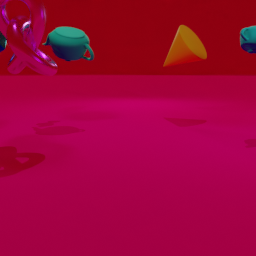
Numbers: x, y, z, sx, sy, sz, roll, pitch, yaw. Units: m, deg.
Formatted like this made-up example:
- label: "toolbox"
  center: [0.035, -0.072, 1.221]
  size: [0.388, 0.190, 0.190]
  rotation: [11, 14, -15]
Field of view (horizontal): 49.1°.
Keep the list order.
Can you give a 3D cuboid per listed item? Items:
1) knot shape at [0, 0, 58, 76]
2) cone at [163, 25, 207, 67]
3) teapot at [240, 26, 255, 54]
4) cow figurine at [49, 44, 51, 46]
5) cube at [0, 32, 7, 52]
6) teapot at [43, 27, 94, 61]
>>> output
- label: "knot shape"
  center: [-2.340, -2.138, 6.208]
  size: [0.952, 1.929, 2.061]
  rotation: [-21, 30, -27]
- label: "cone"
  center: [1.927, -2.826, 10.813]
  size: [1.550, 1.544, 1.544]
  rotation: [-35, -13, 38]
- label: "teapot"
  center: [3.507, -2.346, 7.722]
  size: [1.329, 0.651, 0.826]
  rotation: [24, -5, -32]
- label: "cow figurine"
  center: [-2.466, -3.121, 10.308]
  size: [0.914, 0.510, 0.929]
  rotation: [9, 17, -32]
- label: "cube"
  center: [-4.132, -2.648, 7.904]
  size: [0.970, 0.970, 0.970]
  rotation: [-20, -35, 19]
- label: "teapot"
  center: [-2.001, -2.723, 9.248]
  size: [2.063, 1.010, 1.283]
  rotation: [25, 37, 15]
